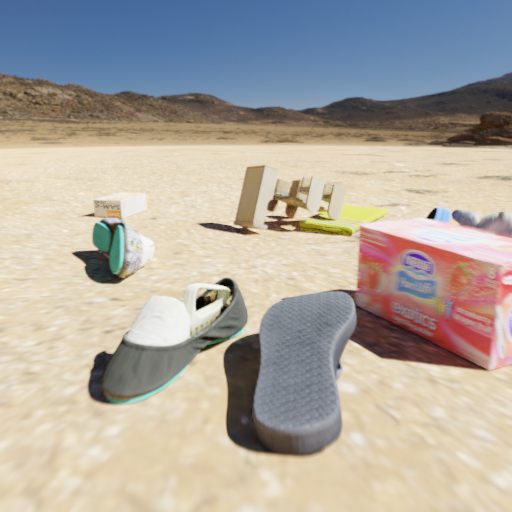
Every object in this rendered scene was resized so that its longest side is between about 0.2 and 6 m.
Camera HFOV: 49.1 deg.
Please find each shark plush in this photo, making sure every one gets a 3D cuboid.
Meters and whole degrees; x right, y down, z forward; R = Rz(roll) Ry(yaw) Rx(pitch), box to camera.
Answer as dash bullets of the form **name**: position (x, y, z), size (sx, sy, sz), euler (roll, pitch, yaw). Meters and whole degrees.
- **shark plush**: position (3.850, -0.098, 8.346), size (1.089, 0.998, 2.396), euler (12, 1, -18)

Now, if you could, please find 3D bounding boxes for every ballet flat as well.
- **ballet flat**: position (-0.864, 0.758, 6.166), size (0.799, 0.804, 2.350), euler (7, 16, 25)
- **ballet flat**: position (-2.289, -0.200, 9.985), size (0.892, 0.892, 2.480), euler (-7, 17, -25)

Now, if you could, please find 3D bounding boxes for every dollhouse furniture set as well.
- **dollhouse furniture set**: position (0.710, -1.172, 13.436), size (2.128, 1.414, 1.865), euler (14, -3, -31)

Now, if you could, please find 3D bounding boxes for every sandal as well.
- **sandal**: position (0.466, 1.091, 5.656), size (1.007, 0.567, 2.649), euler (-3, 22, 16)

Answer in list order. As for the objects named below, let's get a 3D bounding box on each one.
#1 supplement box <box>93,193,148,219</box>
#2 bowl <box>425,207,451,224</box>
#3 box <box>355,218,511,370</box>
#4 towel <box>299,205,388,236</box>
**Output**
- **supplement box**: position (-3.671, -1.393, 15.263), size (0.869, 0.507, 1.379), euler (4, 15, 17)
- **bowl**: position (2.828, -0.255, 9.356), size (0.241, 1.229, 1.229), euler (27, 18, 5)
- **box**: position (2.425, 0.321, 7.018), size (1.145, 1.241, 2.418), euler (-7, 17, -26)
- **towel**: position (2.261, -0.907, 13.978), size (1.320, 0.277, 3.066), euler (11, 17, 26)
